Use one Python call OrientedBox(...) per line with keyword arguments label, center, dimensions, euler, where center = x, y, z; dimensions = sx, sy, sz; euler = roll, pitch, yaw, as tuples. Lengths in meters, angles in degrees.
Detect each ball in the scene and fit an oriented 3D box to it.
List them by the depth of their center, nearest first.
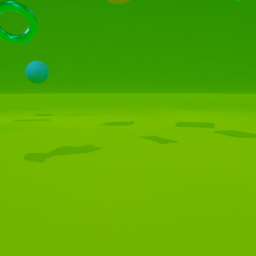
OrientedBox(label="ball", center=(-3.229, -1.979, 9.982), dimensions=(0.792, 0.792, 0.792), euler=(0, 8, 0))

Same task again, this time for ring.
OrientedBox(label="ring", center=(-2.987, -2.735, 7.314), dimensions=(1.227, 0.245, 1.227), euler=(-6, -36, -5))

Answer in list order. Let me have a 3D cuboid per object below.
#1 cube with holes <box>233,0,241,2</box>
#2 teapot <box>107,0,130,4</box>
OrientedBox(label="cube with holes", center=(1.991, -3.330, 5.660), dimensions=(0.962, 0.962, 0.962), euler=(17, 53, 12))
OrientedBox(label="teapot", center=(-0.152, -3.229, 6.098), dimensions=(1.511, 0.740, 0.940), euler=(-5, -25, -45))
